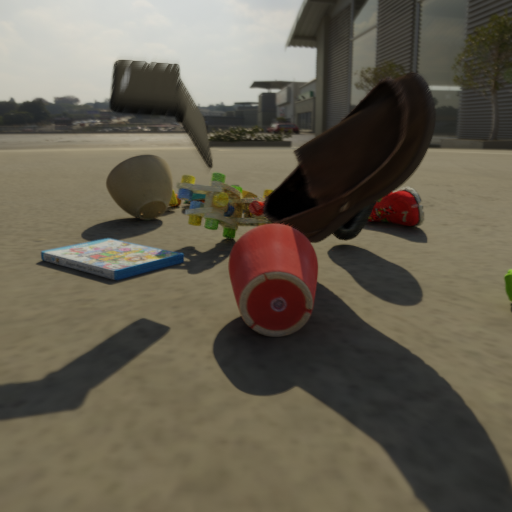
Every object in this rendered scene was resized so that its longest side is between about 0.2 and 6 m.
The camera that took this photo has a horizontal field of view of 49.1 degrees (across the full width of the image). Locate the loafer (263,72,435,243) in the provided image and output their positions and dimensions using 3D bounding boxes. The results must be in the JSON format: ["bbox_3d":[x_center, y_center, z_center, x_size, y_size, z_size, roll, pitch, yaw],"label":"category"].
[{"bbox_3d":[1.098,-1.142,7.464,1.096,3.087,1.127,2,55,-32],"label":"loafer"}]

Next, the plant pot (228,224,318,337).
[{"bbox_3d":[0.209,0.321,6.214,1.099,1.099,0.972,0,24,-1],"label":"plant pot"}]

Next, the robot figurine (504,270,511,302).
[{"bbox_3d":[3.373,0.412,6.724,0.806,0.531,0.919,0,13,-5],"label":"robot figurine"}]

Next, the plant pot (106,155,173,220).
[{"bbox_3d":[-2.556,-1.426,12.869,1.526,1.526,1.024,-8,58,-31],"label":"plant pot"}]

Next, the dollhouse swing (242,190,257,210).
[{"bbox_3d":[-0.270,-1.351,14.833,0.754,0.730,0.830,-47,29,-10],"label":"dollhouse swing"}]

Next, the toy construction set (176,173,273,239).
[{"bbox_3d":[0.040,-0.787,10.053,2.806,1.293,1.840,21,2,40],"label":"toy construction set"}]

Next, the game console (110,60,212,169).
[{"bbox_3d":[-1.391,-2.114,8.294,1.463,0.968,1.663,1,39,-13],"label":"game console"}]

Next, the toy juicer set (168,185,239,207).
[{"bbox_3d":[-1.463,-1.469,14.713,2.033,0.553,1.293,-7,-1,-6],"label":"toy juicer set"}]

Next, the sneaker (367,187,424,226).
[{"bbox_3d":[2.820,-0.997,12.390,0.986,0.895,2.323,-19,13,-16],"label":"sneaker"}]

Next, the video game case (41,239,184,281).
[{"bbox_3d":[-2.346,0.017,9.119,1.944,0.173,1.391,10,17,37],"label":"video game case"}]

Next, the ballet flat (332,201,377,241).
[{"bbox_3d":[2.071,-1.559,10.223,0.914,2.749,0.781,19,-2,-4],"label":"ballet flat"}]
